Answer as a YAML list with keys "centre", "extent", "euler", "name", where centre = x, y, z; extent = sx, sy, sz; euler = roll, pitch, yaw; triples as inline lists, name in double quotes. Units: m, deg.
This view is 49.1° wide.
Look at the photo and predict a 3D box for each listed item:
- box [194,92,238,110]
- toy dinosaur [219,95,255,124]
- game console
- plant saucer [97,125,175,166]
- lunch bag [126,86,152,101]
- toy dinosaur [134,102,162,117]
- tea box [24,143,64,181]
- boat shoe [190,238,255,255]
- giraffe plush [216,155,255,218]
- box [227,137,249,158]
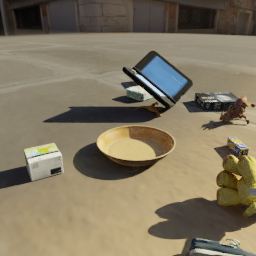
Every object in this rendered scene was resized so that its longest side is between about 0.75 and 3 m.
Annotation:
- centre: [4.443, -1.350, 13.931]
  extent: [1.909, 0.416, 1.530]
  euler: [-1, 24, -2]
  name: "box"
- centre: [4.690, -0.873, 11.892]
  extent: [1.129, 1.667, 0.715]
  euler: [33, -14, -20]
  name: "toy dinosaur"
- centre: [1.483, -2.431, 13.250]
  extent: [2.797, 1.628, 2.460]
  euler: [41, 15, 9]
  name: "game console"
- centre: [0.265, 0.621, 9.452]
  extent: [2.616, 0.463, 2.616]
  euler: [0, 24, 0]
  name: "plant saucer"
- centre: [0.567, -1.842, 14.933]
  extent: [1.296, 0.499, 1.039]
  euler: [21, 34, 39]
  name: "lunch bag"
- centre: [1.071, -0.943, 12.999]
  extent: [0.791, 0.450, 1.489]
  euler: [-22, 32, -37]
  name: "toy dinosaur"
- centre: [-2.540, 0.991, 8.411]
  extent: [0.953, 0.637, 0.937]
  euler: [-13, 26, -26]
  name: "tea box"
- centre: [1.952, 2.425, 5.369]
  extent: [1.494, 0.559, 0.462]
  euler: [-1, 34, 20]
  name: "boat shoe"
- centre: [3.167, 1.466, 6.834]
  extent: [1.333, 1.418, 1.644]
  euler: [14, 8, -22]
  name: "giraffe plush"
- centre: [3.740, 0.639, 9.577]
  extent: [0.305, 0.333, 0.950]
  euler: [-3, 24, -7]
  name: "box"
